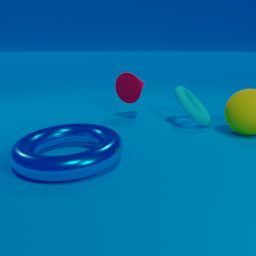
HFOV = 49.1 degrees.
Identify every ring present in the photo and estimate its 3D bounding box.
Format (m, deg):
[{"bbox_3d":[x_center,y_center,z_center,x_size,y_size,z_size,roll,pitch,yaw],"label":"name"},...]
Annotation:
[{"bbox_3d":[-1.073,0.361,5.028,1.990,0.398,1.990,-2,19,1],"label":"ring"},{"bbox_3d":[1.685,-0.576,7.297,1.282,0.256,1.282,37,26,-22],"label":"ring"}]

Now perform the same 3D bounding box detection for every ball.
[{"bbox_3d":[2.763,-0.362,6.411,1.057,1.057,1.057,0,17,0],"label":"ball"}]

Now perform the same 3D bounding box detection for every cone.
[{"bbox_3d":[0.235,-1.210,7.962,0.860,0.860,0.863,11,24,33],"label":"cone"}]
